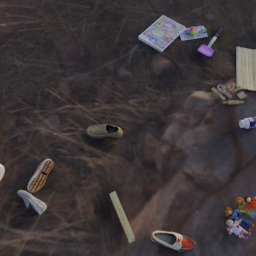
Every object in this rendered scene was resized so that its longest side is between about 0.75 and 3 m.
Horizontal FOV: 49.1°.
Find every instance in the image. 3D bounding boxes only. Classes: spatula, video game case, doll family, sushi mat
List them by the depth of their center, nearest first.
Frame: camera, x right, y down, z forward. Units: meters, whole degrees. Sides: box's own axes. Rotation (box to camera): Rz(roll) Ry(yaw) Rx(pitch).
[{"bbox_3d":[3.875,2.957,9.545,0.969,0.704,1.561,38,86,11],"label":"doll family"},{"bbox_3d":[5.564,-2.715,12.802,1.209,0.153,2.528,8,62,6],"label":"sushi mat"},{"bbox_3d":[4.144,-4.259,13.558,0.693,0.252,2.451,34,65,7],"label":"spatula"},{"bbox_3d":[1.686,-4.692,13.834,1.440,0.181,2.011,36,68,19],"label":"video game case"}]

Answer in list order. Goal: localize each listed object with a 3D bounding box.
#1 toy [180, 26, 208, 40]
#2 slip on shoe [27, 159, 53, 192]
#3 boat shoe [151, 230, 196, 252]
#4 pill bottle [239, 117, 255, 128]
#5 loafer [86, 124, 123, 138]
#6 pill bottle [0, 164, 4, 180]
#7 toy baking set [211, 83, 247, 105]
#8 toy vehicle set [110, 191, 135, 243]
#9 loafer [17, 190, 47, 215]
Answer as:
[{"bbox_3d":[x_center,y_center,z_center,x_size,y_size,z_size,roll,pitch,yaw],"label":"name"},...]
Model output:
[{"bbox_3d":[3.220,-4.771,13.820,1.321,0.312,0.761,-8,61,-4],"label":"toy"},{"bbox_3d":[-3.253,1.723,10.281,0.402,0.504,1.327,5,63,49],"label":"slip on shoe"},{"bbox_3d":[1.493,3.673,9.168,1.505,0.471,0.536,12,61,5],"label":"boat shoe"},{"bbox_3d":[4.913,-0.201,11.284,0.758,0.421,0.421,-7,62,-3],"label":"pill bottle"},{"bbox_3d":[-0.941,0.074,11.095,1.455,0.491,0.553,-1,62,-1],"label":"loafer"},{"bbox_3d":[-5.456,1.380,10.118,1.720,0.975,0.975,27,65,15],"label":"pill bottle"},{"bbox_3d":[4.361,-1.457,12.114,1.400,0.163,1.074,-5,60,1],"label":"toy baking set"},{"bbox_3d":[-0.191,2.949,9.237,0.207,0.969,1.559,-22,65,-10],"label":"toy vehicle set"},{"bbox_3d":[-3.421,2.582,9.785,1.206,0.422,0.421,27,57,13],"label":"loafer"}]
